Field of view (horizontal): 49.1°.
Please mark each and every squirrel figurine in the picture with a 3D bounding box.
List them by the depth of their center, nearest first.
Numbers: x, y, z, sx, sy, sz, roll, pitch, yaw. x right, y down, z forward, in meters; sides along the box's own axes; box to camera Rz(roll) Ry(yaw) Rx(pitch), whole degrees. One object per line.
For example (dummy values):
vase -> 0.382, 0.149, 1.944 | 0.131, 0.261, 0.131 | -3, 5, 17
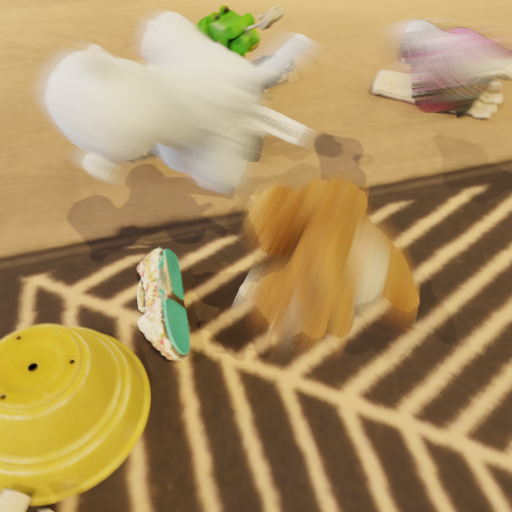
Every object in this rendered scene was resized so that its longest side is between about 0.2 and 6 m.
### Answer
squirrel figurine -> 0.544, 0.066, 5.849 | 1.189, 1.568, 1.680 | -7, 76, -38

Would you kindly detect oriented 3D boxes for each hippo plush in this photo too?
hippo plush -> -1.165, -1.552, 6.715 | 2.225, 2.204, 2.767 | -27, 41, -34

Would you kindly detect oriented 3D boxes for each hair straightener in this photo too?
hair straightener -> -0.149, -4.107, 13.547 | 1.267, 0.674, 3.292 | 35, 51, 29

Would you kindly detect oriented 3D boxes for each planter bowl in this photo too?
planter bowl -> -2.800, 1.721, 7.355 | 2.653, 1.105, 2.653 | 0, 45, 0

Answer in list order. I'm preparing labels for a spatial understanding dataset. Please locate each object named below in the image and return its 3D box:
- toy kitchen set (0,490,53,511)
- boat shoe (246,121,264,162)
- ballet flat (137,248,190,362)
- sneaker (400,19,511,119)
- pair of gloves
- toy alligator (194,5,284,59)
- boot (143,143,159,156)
toy kitchen set -> -2.876, 3.242, 6.388 | 1.166, 0.934, 0.687 | -21, 35, 33
boat shoe -> -0.929, -1.854, 9.033 | 2.150, 0.752, 0.712 | 4, 75, -15
ballet flat -> -1.473, 0.812, 8.628 | 0.716, 0.848, 2.241 | -29, 40, 13
sneaker -> 2.610, -2.718, 8.244 | 1.048, 1.126, 2.609 | 24, 20, -12
pair of gloves -> 4.790, -4.649, 13.977 | 2.997, 0.618, 3.525 | 22, 50, 20
toy alligator -> -0.515, -3.413, 8.686 | 0.967, 0.885, 3.261 | -42, 13, -17
boot -> -1.835, -2.352, 11.576 | 1.818, 0.869, 2.407 | -25, 47, -19
